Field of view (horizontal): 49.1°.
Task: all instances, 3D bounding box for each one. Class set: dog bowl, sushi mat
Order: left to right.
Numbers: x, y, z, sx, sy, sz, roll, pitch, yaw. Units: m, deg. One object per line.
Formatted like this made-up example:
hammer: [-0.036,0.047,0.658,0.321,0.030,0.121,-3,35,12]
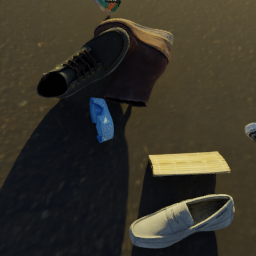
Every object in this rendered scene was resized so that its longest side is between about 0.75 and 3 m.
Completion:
dog bowl: [-0.714,-0.244,7.540,0.344,0.774,1.389,-8,49,-17]
sushi mat: [1.500,0.897,7.020,1.875,0.113,0.897,-3,24,-1]

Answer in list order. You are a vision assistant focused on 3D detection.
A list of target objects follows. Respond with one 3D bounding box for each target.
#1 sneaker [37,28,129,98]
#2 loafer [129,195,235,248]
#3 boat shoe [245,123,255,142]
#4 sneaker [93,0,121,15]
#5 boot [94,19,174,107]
sneaker: [-1.113,-1.656,7.539,2.805,1.490,1.049,-38,100,9]
loafer: [1.163,1.947,6.091,2.363,0.825,0.826,-14,39,-9]
boat shoe: [3.587,0.430,6.548,1.900,0.672,0.605,21,59,-13]
sneaker: [-0.724,-4.449,9.723,0.685,1.713,0.611,-40,91,19]
boot: [-0.253,-2.019,8.550,2.956,1.070,2.459,17,73,28]
